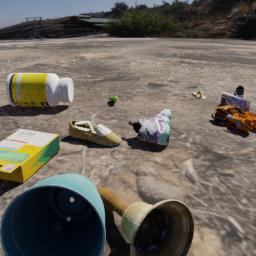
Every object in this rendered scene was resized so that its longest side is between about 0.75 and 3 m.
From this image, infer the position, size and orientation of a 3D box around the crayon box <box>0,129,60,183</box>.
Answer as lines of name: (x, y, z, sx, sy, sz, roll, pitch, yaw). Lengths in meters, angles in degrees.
crayon box: (-3.353, 0.855, 8.513, 1.516, 0.622, 2.412, 7, 25, 16)

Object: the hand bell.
hand bell: (-0.091, 1.805, 6.035, 1.431, 1.431, 2.748, -15, 15, -31)

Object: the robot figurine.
robot figurine: (4.537, -0.461, 11.701, 1.495, 0.600, 2.062, -11, 25, -28)

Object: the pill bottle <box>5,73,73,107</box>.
pill bottle: (-4.238, -1.859, 13.685, 2.926, 1.629, 1.629, 0, 23, 2)

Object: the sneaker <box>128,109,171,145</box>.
sneaker: (0.811, -0.167, 10.642, 1.586, 0.881, 2.267, 5, 23, 9)

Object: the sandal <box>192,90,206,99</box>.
sandal: (3.918, -1.921, 15.466, 0.406, 0.364, 1.107, -8, 24, -18)

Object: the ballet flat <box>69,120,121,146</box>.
ballet flat: (-1.261, 0.141, 10.174, 2.151, 0.678, 0.738, 9, 27, 20)

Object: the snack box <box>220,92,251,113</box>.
snack box: (5.158, -1.234, 13.529, 0.204, 0.604, 1.679, -11, 25, -24)

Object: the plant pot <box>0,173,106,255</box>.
plant pot: (-1.247, 1.680, 5.446, 1.762, 1.762, 1.656, 0, 7, 0)

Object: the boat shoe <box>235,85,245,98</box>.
boat shoe: (6.303, -2.143, 15.771, 0.563, 0.534, 1.610, 9, 25, 21)

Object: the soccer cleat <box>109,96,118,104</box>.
soccer cleat: (-0.781, -1.420, 14.371, 0.307, 0.369, 0.909, 8, -2, -21)
